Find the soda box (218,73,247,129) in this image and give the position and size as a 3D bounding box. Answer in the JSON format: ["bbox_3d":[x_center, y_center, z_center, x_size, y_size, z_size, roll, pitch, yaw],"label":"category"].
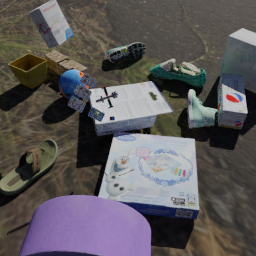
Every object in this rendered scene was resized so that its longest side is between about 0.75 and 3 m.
[{"bbox_3d":[4.050,-1.128,11.027,0.882,0.824,2.589,9,43,9],"label":"soda box"}]

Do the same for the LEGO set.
[{"bbox_3d":[-0.940,-0.808,8.428,1.480,0.363,1.106,29,78,-21],"label":"LEGO set"}]

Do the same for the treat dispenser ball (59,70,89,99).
[{"bbox_3d":[-2.211,-1.761,11.451,1.211,1.211,1.211,0,43,0],"label":"treat dispenser ball"}]

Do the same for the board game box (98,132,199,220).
[{"bbox_3d":[0.695,1.316,8.537,2.724,0.591,2.710,5,43,6],"label":"board game box"}]

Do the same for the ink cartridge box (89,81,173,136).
[{"bbox_3d":[-0.028,-0.840,10.657,2.767,0.599,2.717,-8,34,-9],"label":"ink cartridge box"}]

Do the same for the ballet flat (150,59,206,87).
[{"bbox_3d":[2.249,-2.610,12.555,2.646,0.931,0.891,19,45,20],"label":"ballet flat"}]

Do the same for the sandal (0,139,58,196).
[{"bbox_3d":[-3.020,1.124,8.707,0.906,0.651,2.282,21,47,21],"label":"sandal"}]

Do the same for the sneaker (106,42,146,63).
[{"bbox_3d":[-0.096,-3.899,14.103,2.111,0.818,0.841,-16,36,-16],"label":"sneaker"}]

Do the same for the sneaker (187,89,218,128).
[{"bbox_3d":[2.821,-0.741,10.702,1.082,0.675,1.835,-1,52,7],"label":"sneaker"}]

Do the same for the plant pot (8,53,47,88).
[{"bbox_3d":[-4.290,-2.443,12.305,1.164,1.027,1.164,25,48,24],"label":"plant pot"}]

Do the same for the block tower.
[{"bbox_3d":[-2.905,-2.826,12.979,0.719,0.672,2.488,-33,51,-32],"label":"block tower"}]

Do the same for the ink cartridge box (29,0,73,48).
[{"bbox_3d":[-2.465,-3.367,9.070,0.524,1.237,0.894,-2,38,33],"label":"ink cartridge box"}]

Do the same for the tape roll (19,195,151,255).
[{"bbox_3d":[-0.825,2.555,5.722,2.589,2.589,1.100,3,42,4],"label":"tape roll"}]

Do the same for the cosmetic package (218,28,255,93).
[{"bbox_3d":[5.235,-2.908,12.095,1.220,1.978,1.984,-31,51,-29],"label":"cosmetic package"}]
